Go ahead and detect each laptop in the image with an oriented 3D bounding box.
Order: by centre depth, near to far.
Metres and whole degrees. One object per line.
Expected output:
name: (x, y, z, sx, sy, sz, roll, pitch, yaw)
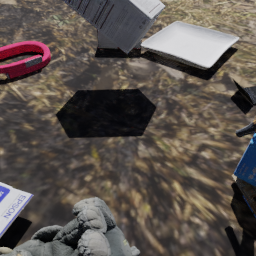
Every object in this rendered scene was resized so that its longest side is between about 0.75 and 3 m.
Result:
laptop: (3.495, -1.077, 7.907, 0.905, 0.468, 0.802, -10, 44, -11)

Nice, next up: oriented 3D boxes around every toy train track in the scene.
toy train track: (2.526, 1.754, 4.785, 1.476, 0.419, 2.574, -32, 34, 13)

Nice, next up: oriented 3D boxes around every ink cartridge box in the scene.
ink cartridge box: (-3.130, 1.752, 4.801, 2.198, 0.516, 2.172, 17, 43, 15)
ink cartridge box: (3.510, 0.867, 5.194, 2.557, 0.868, 1.484, 28, 36, 23)
ink cartridge box: (-0.240, -3.963, 10.730, 1.619, 0.920, 2.222, 2, 42, 2)

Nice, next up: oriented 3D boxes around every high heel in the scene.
high heel: (2.414, -0.134, 4.709, 1.035, 0.738, 0.370, -24, 83, -21)

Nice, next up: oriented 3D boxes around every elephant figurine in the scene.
elephant figurine: (-1.109, 1.974, 3.995, 2.109, 1.636, 1.492, -27, 6, 7)

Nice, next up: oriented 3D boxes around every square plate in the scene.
square plate: (2.237, -2.999, 10.084, 2.654, 0.381, 2.680, 26, 48, 27)

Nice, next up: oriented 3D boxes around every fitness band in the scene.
fitness band: (-3.716, -2.304, 9.334, 2.292, 0.429, 1.646, -27, 46, -27)

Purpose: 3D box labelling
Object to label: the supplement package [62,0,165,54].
supplement package: (-0.362, -3.267, 7.304, 2.206, 1.208, 1.255, 39, 43, -5)
